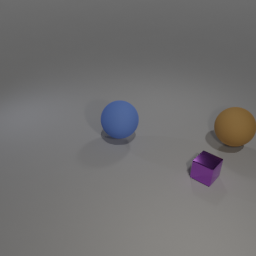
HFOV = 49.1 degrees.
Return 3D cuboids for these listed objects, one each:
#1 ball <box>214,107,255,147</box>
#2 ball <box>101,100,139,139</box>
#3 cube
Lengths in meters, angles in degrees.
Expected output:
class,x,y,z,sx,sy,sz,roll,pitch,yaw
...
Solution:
class,x,y,z,sx,sy,sz,roll,pitch,yaw
ball,3.777,-0.043,9.898,1.400,1.400,1.400,0,32,0
ball,-0.303,-0.312,10.298,1.400,1.400,1.400,0,32,0
cube,2.464,1.263,8.809,0.700,0.700,0.700,25,40,34
